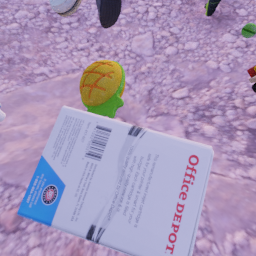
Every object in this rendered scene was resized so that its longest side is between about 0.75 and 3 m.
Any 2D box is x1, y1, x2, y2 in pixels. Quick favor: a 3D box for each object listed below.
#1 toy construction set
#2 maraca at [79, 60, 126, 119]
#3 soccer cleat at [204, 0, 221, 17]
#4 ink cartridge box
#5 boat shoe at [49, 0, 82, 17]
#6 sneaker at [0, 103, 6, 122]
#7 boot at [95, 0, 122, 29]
[{"bbox_3d":[2.686,-0.589,4.384,1.791,2.148,1.650,2,24,31],"label":"toy construction set"},{"bbox_3d":[-0.575,-0.842,6.316,1.202,0.938,1.753,-25,51,24],"label":"maraca"},{"bbox_3d":[1.858,-2.735,5.214,0.562,1.387,0.468,22,37,6],"label":"soccer cleat"},{"bbox_3d":[-0.079,0.586,2.876,1.595,0.672,1.164,17,72,9],"label":"ink cartridge box"},{"bbox_3d":[-1.556,-3.782,6.390,0.933,0.854,2.496,-9,73,19],"label":"boat shoe"},{"bbox_3d":[-2.811,-0.633,4.647,1.590,2.172,0.875,21,66,-14],"label":"sneaker"},{"bbox_3d":[-0.636,-3.076,6.100,0.541,1.550,1.021,-27,54,-26],"label":"boot"}]
